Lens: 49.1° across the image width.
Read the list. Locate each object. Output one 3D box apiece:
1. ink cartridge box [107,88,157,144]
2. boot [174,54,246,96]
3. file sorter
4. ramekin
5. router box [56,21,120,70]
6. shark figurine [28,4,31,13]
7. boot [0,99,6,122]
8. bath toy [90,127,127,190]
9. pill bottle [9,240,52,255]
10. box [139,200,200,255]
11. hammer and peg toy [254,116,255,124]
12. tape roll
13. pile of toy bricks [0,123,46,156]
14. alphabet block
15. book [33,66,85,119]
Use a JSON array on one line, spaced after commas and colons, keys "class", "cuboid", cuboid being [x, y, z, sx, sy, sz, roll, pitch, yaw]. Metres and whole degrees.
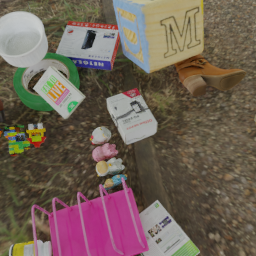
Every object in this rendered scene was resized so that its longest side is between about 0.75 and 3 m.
[{"class": "ink cartridge box", "cuboid": [0.132, -0.446, 10.211, 1.266, 0.727, 1.743, -21, 60, -13]}, {"class": "boot", "cuboid": [3.273, -2.411, 11.387, 2.540, 0.936, 1.965, -13, 54, -12]}, {"class": "file sorter", "cuboid": [-1.015, 2.633, 7.498, 2.636, 1.653, 1.832, -17, 59, -1]}, {"class": "ramekin", "cuboid": [-3.857, -3.139, 10.151, 1.914, 0.933, 1.914, 0, 72, 1]}, {"class": "router box", "cuboid": [-1.668, -3.639, 12.250, 2.420, 0.591, 2.172, 7, 60, 6]}, {"class": "shark figurine", "cuboid": [-5.128, -4.604, 12.728, 1.484, 1.037, 2.484, 39, 67, 21]}, {"class": "boot", "cuboid": [-5.649, -1.167, 9.712, 2.268, 0.825, 2.409, -15, 97, -20]}, {"class": "bath toy", "cuboid": [-0.801, 0.954, 9.353, 0.924, 0.785, 2.124, 15, 46, -46]}, {"class": "pill bottle", "cuboid": [-2.699, 3.468, 7.807, 1.045, 0.586, 0.586, -8, 58, -5]}, {"class": "box", "cuboid": [0.928, 3.242, 8.111, 1.356, 0.341, 1.879, -32, 62, -18]}, {"class": "hammer and peg toy", "cuboid": [5.928, -0.418, 10.137, 2.337, 0.824, 1.719, 24, 61, 15]}, {"class": "tape roll", "cuboid": [-3.195, -1.859, 11.112, 2.488, 0.598, 2.488, 0, 61, -1]}, {"class": "pile of toy bricks", "cuboid": [-3.855, 0.449, 9.595, 2.073, 1.150, 1.023, -5, 89, -13]}, {"class": "alphabet block", "cuboid": [1.209, -4.078, 11.095, 2.584, 2.537, 2.524, -23, 41, -14]}, {"class": "book", "cuboid": [-2.476, -1.267, 10.091, 1.625, 0.390, 1.086, 43, 101, 3]}]
